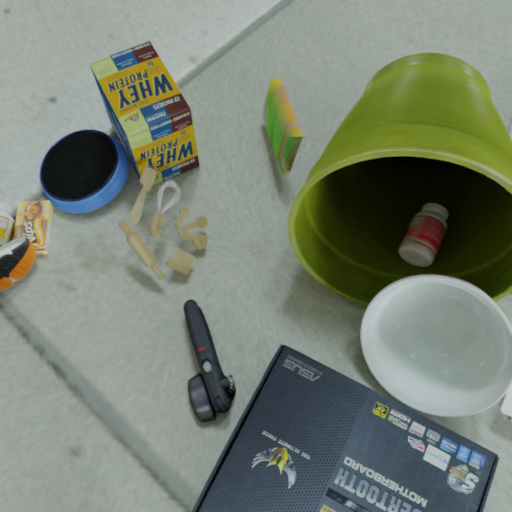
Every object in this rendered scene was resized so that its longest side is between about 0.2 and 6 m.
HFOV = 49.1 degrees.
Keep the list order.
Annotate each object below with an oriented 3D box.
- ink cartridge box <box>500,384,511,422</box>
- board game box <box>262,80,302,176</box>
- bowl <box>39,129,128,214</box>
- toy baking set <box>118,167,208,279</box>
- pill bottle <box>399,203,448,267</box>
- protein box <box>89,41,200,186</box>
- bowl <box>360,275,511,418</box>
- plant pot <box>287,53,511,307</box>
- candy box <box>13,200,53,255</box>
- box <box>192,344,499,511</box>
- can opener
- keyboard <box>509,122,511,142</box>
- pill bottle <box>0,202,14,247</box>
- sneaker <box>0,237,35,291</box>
[{"bbox_3d":[4.613,2.323,8.592,1.652,0.558,0.962,24,79,10],"label":"ink cartridge box"},{"bbox_3d":[0.468,-2.371,10.353,0.264,0.841,1.761,-1,53,-16],"label":"board game box"},{"bbox_3d":[-3.260,-1.627,10.493,1.709,0.335,1.709,-4,67,10],"label":"bowl"},{"bbox_3d":[-1.632,-0.536,9.695,1.856,0.216,1.424,51,60,-11],"label":"toy baking set"},{"bbox_3d":[2.923,-0.376,9.674,0.581,0.581,1.035,26,70,11],"label":"pill bottle"},{"bbox_3d":[-2.004,-2.543,10.309,1.186,1.745,1.758,-26,67,-11],"label":"protein box"},{"bbox_3d":[2.854,1.221,8.609,2.288,2.288,1.028,38,33,16],"label":"bowl"},{"bbox_3d":[2.602,-1.428,9.110,3.532,3.532,3.401,14,53,6],"label":"plant pot"},{"bbox_3d":[-4.039,-0.508,10.164,0.574,0.275,0.995,-4,66,-1],"label":"candy box"},{"bbox_3d":[1.264,3.307,8.018,3.527,0.900,2.781,26,69,12],"label":"box"},{"bbox_3d":[-0.826,1.601,8.980,0.785,0.633,1.996,-14,66,-6],"label":"can opener"},{"bbox_3d":[7.673,-2.015,10.935,5.271,0.281,1.484,19,71,9],"label":"keyboard"},{"bbox_3d":[-4.641,-0.466,10.005,0.533,0.533,0.945,3,65,1],"label":"pill bottle"},{"bbox_3d":[-4.781,0.257,9.510,2.060,0.780,0.947,-40,64,-12],"label":"sneaker"}]
